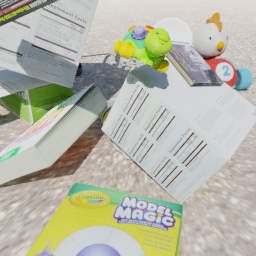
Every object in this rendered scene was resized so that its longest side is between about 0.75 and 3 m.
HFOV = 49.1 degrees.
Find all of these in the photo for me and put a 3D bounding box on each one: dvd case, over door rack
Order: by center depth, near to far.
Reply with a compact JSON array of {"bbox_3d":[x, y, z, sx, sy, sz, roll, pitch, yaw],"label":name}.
[{"bbox_3d":[1.136,-1.213,5.146,0.887,0.095,1.193,-7,54,-37],"label":"dvd case"},{"bbox_3d":[-0.452,-2.274,10.020,2.036,0.918,2.756,18,13,27],"label":"over door rack"}]

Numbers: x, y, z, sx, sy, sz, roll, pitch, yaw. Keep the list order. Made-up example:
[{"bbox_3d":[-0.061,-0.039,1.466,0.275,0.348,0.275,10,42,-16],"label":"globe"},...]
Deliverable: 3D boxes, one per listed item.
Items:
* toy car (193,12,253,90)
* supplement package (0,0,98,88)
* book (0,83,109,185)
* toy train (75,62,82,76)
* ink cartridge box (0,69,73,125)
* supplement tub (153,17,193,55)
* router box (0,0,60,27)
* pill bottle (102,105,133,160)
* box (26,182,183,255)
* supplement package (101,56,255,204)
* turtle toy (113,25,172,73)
[{"bbox_3d":[2.773,-2.482,9.153,2.174,2.359,2.086,-8,31,-12],"label":"toy car"},{"bbox_3d":[-2.155,-2.715,5.925,2.222,2.950,2.238,13,10,-39],"label":"supplement package"},{"bbox_3d":[-1.661,0.125,5.790,1.761,0.634,2.636,-22,20,27],"label":"book"},{"bbox_3d":[-2.481,-2.175,10.404,0.911,0.681,1.598,32,41,29],"label":"toy train"},{"bbox_3d":[-3.166,-0.835,7.588,2.716,1.029,2.007,-26,38,-37],"label":"ink cartridge box"},{"bbox_3d":[1.531,-3.040,10.430,1.527,1.527,2.115,3,3,5],"label":"supplement tub"},{"bbox_3d":[-1.396,-1.676,2.797,1.524,1.142,0.473,-2,43,35],"label":"router box"},{"bbox_3d":[-0.061,0.073,6.219,0.761,0.761,1.368,-10,34,-17],"label":"pill bottle"},{"bbox_3d":[-0.306,1.736,3.400,1.750,0.722,2.983,8,29,13],"label":"box"},{"bbox_3d":[0.985,-0.134,5.201,1.986,1.461,1.899,43,43,13],"label":"supplement package"},{"bbox_3d":[0.263,-1.081,3.698,0.721,0.500,0.989,17,16,-21],"label":"turtle toy"}]
